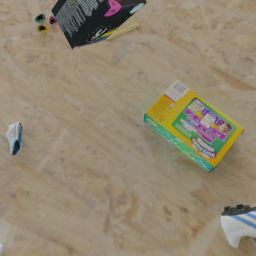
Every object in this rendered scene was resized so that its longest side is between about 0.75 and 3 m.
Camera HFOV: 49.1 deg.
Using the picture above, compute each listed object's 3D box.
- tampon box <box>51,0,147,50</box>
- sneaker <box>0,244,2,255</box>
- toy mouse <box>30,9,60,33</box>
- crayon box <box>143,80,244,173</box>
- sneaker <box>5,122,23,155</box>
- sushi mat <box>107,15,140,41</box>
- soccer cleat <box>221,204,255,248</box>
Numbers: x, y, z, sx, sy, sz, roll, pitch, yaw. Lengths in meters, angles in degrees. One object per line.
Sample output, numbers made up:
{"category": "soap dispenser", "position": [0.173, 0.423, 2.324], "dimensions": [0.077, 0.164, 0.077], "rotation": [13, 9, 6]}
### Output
{"category": "tampon box", "position": [-0.835, -3.351, 7.719], "dimensions": [1.527, 2.037, 1.286], "rotation": [-33, 97, -41]}
{"category": "sneaker", "position": [-4.776, 3.343, 8.213], "dimensions": [2.108, 0.746, 0.770], "rotation": [12, 71, 4]}
{"category": "toy mouse", "position": [-3.239, -4.236, 11.139], "dimensions": [1.207, 0.234, 1.073], "rotation": [3, 71, 1]}
{"category": "crayon box", "position": [2.133, -0.090, 9.367], "dimensions": [2.844, 0.828, 1.689], "rotation": [39, 75, 12]}
{"category": "sneaker", "position": [-3.900, 0.385, 9.467], "dimensions": [0.509, 0.440, 1.175], "rotation": [-6, 62, 4]}
{"category": "sushi mat", "position": [-0.316, -4.020, 11.144], "dimensions": [1.491, 0.090, 0.713], "rotation": [-27, 72, -9]}
{"category": "soccer cleat", "position": [4.279, 2.825, 8.342], "dimensions": [2.963, 1.035, 1.279], "rotation": [-9, 78, 2]}
